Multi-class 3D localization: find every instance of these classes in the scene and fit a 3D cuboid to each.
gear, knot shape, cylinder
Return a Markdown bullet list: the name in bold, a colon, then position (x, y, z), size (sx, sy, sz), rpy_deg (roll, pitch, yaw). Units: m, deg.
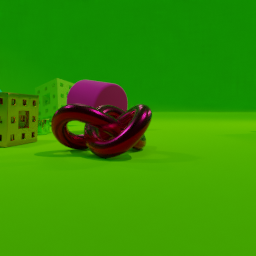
- **gear**: position (-2.571, -0.027, 5.949), size (1.716, 0.317, 1.716), rpy_deg (0, 4, 0)
- **knot shape**: position (-0.190, 0.007, 3.278), size (1.240, 0.573, 1.160), rpy_deg (-2, 4, -32)
- **cylinder**: position (-0.706, -0.548, 6.405), size (1.020, 1.020, 1.020), rpy_deg (16, 13, 42)

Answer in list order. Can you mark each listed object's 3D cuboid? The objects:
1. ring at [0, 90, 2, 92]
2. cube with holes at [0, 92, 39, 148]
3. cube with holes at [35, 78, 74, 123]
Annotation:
- **ring**: position (-4.420, -0.871, 9.705), size (0.266, 1.329, 1.329), rpy_deg (-35, 22, -30)
- **cube with holes**: position (-1.880, -0.155, 4.197), size (0.742, 0.742, 0.742), rpy_deg (5, 5, 14)
- **cube with holes**: position (-2.277, -0.841, 9.343), size (1.109, 1.109, 1.109), rpy_deg (-15, -15, 34)
